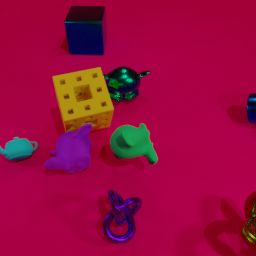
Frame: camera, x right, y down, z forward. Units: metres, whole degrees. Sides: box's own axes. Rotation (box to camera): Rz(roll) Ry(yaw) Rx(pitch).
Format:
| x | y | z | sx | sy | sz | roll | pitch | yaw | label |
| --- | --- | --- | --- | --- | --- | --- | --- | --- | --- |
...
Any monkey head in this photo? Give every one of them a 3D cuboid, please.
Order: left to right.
| x | y | z | sx | sy | sz | roll | pitch | yaw | label |
| --- | --- | --- | --- | --- | --- | --- | --- | --- | --- |
| -1.443 | 0.535 | 6.601 | 1.167 | 1.622 | 0.977 | 7 | 58 | -46 | monkey head |
| -0.192 | -1.437 | 8.555 | 1.684 | 1.015 | 1.212 | -5 | 29 | -12 | monkey head |
| 0.113 | 0.447 | 6.343 | 0.902 | 1.496 | 1.076 | -23 | 75 | -17 | monkey head |

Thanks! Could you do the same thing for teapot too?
| x | y | z | sx | sy | sz | roll | pitch | yaw | label |
| --- | --- | --- | --- | --- | --- | --- | --- | --- | --- |
| -2.763 | 0.497 | 6.957 | 1.112 | 0.691 | 0.544 | -5 | 74 | -46 | teapot |

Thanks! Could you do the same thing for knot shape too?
| x | y | z | sx | sy | sz | roll | pitch | yaw | label |
| --- | --- | --- | --- | --- | --- | --- | --- | --- | --- |
| -0.072 | 1.731 | 5.707 | 0.485 | 1.050 | 0.983 | -7 | -1 | 38 | knot shape |
| 2.604 | 1.897 | 5.226 | 0.740 | 1.602 | 1.499 | -28 | 46 | 25 | knot shape |

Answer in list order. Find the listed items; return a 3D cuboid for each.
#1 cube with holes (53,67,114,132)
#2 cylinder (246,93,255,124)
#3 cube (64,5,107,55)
| x | y | z | sx | sy | sz | roll | pitch | yaw | label |
| --- | --- | --- | --- | --- | --- | --- | --- | --- | --- |
| -1.172 | -0.645 | 7.322 | 1.207 | 1.207 | 1.207 | -14 | 73 | -14 | cube with holes |
| 3.805 | -0.544 | 7.654 | 0.871 | 0.871 | 0.871 | 1 | 40 | 37 | cylinder |
| -1.535 | -3.683 | 10.565 | 1.333 | 1.333 | 1.333 | 2 | 46 | 2 | cube |
